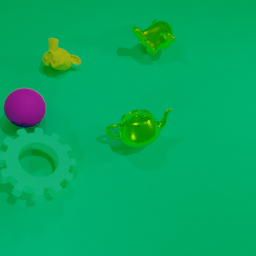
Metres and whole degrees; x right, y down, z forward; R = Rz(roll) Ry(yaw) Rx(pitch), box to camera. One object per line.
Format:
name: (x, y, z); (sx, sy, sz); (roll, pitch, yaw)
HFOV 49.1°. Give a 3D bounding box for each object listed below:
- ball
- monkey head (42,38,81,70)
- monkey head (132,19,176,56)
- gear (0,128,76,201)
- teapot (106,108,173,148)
ball: (-2.978, -0.579, 8.126); (1.150, 1.150, 1.150); (0, 60, 0)
monkey head: (-2.338, -2.478, 9.419); (1.447, 1.041, 0.872); (17, 23, 23)
monkey head: (0.884, -3.232, 9.520); (1.135, 1.356, 1.884); (-42, 34, 17)
gear: (-2.374, 0.900, 7.353); (1.968, 0.364, 1.968); (19, 46, -21)
teapot: (0.346, -0.084, 7.943); (1.979, 0.969, 1.230); (-13, 29, 0)
